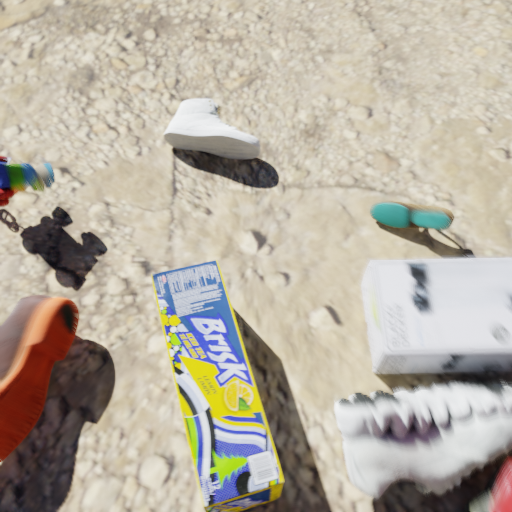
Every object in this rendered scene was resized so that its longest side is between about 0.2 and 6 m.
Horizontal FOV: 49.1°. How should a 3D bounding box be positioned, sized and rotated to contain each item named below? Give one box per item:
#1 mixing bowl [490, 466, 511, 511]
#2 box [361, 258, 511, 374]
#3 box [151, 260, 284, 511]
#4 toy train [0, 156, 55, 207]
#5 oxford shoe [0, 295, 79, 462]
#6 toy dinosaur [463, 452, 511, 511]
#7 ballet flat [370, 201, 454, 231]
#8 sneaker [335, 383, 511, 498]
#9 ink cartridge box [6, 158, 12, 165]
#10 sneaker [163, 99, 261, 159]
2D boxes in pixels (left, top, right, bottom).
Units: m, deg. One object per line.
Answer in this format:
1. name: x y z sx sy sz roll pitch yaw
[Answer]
1. mixing bowl: 4.636 3.728 6.474 3.283 1.778 3.283 2 81 -12
2. box: 3.390 0.988 9.340 3.003 0.903 1.752 0 59 0
3. box: -0.650 1.935 8.550 1.151 1.254 3.580 -13 60 -9
4. toy train: -4.524 -1.340 10.631 1.033 1.786 0.756 -10 87 -32
5. oxford shoe: -3.912 1.949 8.762 1.079 1.059 2.974 9 56 21
6. toy dinosaur: 3.332 3.611 7.729 2.394 1.055 0.568 -41 108 -22
7. ballet flat: 2.966 -0.797 10.590 1.548 0.525 0.560 7 22 31
8. sneaker: 2.903 2.664 8.276 3.527 1.325 1.429 -3 84 -9
9. ink cartridge box: -5.479 -1.629 11.356 0.868 0.206 0.879 6 57 5
10. sneaker: -0.789 -2.742 11.700 2.056 0.757 1.188 13 63 9
